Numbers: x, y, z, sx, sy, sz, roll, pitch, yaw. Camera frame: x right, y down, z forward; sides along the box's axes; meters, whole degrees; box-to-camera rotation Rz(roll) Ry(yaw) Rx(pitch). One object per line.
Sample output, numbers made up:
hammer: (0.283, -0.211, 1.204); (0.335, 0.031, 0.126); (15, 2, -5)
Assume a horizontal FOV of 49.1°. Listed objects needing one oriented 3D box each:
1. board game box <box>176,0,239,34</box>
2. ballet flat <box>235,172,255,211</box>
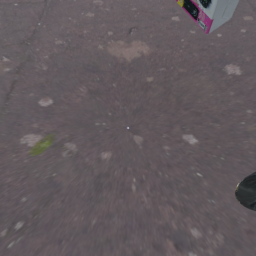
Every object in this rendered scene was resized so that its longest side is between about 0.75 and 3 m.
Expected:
board game box: (1.368, -3.613, 6.114); (0.821, 1.886, 2.556); (-34, 76, -3)
ballet flat: (1.958, 0.585, 3.317); (0.474, 1.668, 0.554); (-28, 76, -40)
